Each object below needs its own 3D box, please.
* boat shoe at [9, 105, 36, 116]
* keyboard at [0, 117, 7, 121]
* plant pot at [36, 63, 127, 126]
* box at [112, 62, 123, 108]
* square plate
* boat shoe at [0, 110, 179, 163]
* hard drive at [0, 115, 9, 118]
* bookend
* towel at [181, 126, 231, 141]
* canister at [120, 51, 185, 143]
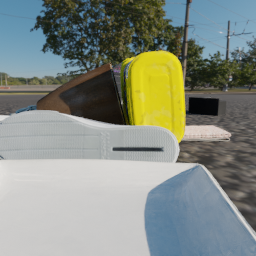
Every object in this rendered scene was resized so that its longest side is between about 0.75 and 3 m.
[{"bbox_3d":[-2.434,-0.355,7.938,0.939,0.817,2.547,4,6,23],"label":"boat shoe"},{"bbox_3d":[-2.719,-0.145,5.364,1.026,0.055,0.289,-8,7,-42],"label":"keyboard"},{"bbox_3d":[-1.128,-0.466,6.820,1.927,1.801,1.801,-14,8,2],"label":"plant pot"},{"bbox_3d":[0.215,-1.510,10.702,1.740,1.510,2.847,11,24,10],"label":"box"},{"bbox_3d":[-0.467,0.750,2.263,2.656,0.378,2.631,0,9,3],"label":"square plate"},{"bbox_3d":[-0.590,0.324,4.111,2.607,0.938,0.809,6,-11,-1],"label":"boat shoe"},{"bbox_3d":[-2.892,0.003,5.670,2.706,0.355,1.784,5,10,25],"label":"hard drive"},{"bbox_3d":[4.034,-1.069,13.231,1.665,0.772,1.675,-6,11,-37],"label":"bookend"},{"bbox_3d":[1.690,0.128,7.038,1.362,0.219,1.301,0,9,-3],"label":"towel"},{"bbox_3d":[0.487,-0.734,6.698,1.194,2.049,2.759,-6,11,-2],"label":"canister"}]
